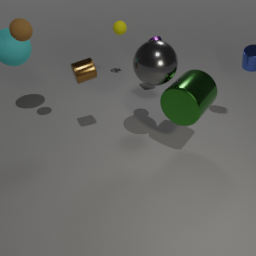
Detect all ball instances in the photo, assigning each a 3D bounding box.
[{"bbox_3d":[-4.420,-3.078,10.676,1.400,1.400,1.400,0,33,0],"label":"ball"},{"bbox_3d":[-3.389,-3.106,8.873,0.700,0.700,0.700,0,33,0],"label":"ball"},{"bbox_3d":[-0.418,-5.120,14.334,0.700,0.700,0.700,0,33,0],"label":"ball"},{"bbox_3d":[0.850,-2.017,8.735,1.400,1.400,1.400,0,33,0],"label":"ball"}]

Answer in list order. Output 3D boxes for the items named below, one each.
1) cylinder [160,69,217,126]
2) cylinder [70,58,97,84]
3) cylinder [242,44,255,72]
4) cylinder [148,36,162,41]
[{"bbox_3d":[1.995,-1.000,9.170,1.400,1.400,1.400,22,45,30],"label":"cylinder"},{"bbox_3d":[-1.474,-1.915,9.372,0.700,0.700,0.700,-22,37,-12],"label":"cylinder"},{"bbox_3d":[4.495,-2.514,10.087,0.700,0.700,0.700,-8,51,10],"label":"cylinder"},{"bbox_3d":[1.309,-3.690,12.733,0.700,0.700,0.700,-17,76,-25],"label":"cylinder"}]
